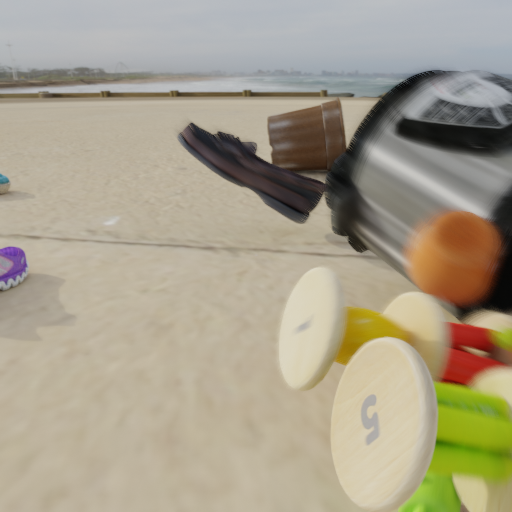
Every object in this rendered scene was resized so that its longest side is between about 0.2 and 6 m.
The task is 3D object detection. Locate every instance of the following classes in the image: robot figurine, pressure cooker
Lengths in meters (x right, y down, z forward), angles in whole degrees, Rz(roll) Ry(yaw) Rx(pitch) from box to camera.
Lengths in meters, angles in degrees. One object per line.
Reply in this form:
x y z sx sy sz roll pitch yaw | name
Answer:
1.073 1.509 3.439 0.517 0.341 0.589 33 29 13 | robot figurine
2.211 -0.731 6.230 2.359 2.396 2.682 18 20 -43 | pressure cooker

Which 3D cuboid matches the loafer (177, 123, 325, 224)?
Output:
-0.021 -1.492 9.076 2.537 0.799 0.912 32 23 -17 | loafer

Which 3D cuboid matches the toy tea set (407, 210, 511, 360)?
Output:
2.476 0.573 4.256 1.680 1.046 2.826 -35 64 -17 | toy tea set

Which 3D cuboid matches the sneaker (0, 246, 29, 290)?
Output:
-3.512 0.106 6.900 0.704 0.774 1.750 5 18 18 | sneaker

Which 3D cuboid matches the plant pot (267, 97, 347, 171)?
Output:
1.315 -3.035 14.684 1.925 1.944 1.944 -6 18 6 | plant pot

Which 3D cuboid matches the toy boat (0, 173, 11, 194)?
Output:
-6.078 -1.692 12.456 1.050 0.580 1.249 -12 22 -30 | toy boat

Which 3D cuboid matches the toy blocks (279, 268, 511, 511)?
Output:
1.582 0.965 3.791 2.461 0.894 2.051 14 14 -18 | toy blocks
